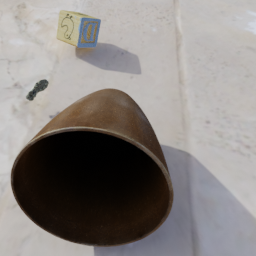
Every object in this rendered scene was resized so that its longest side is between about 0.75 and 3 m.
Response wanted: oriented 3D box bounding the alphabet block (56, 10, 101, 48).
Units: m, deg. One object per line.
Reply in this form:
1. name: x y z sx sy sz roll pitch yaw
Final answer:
1. alphabet block: -1.645 -3.295 9.346 1.009 0.985 0.991 26 25 25

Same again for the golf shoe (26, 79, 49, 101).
1. golf shoe: -2.512 -1.073 7.673 0.753 0.295 0.366 -44 28 -11

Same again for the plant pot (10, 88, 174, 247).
1. plant pot: -0.495 0.380 5.833 2.698 2.698 2.886 4 32 3
